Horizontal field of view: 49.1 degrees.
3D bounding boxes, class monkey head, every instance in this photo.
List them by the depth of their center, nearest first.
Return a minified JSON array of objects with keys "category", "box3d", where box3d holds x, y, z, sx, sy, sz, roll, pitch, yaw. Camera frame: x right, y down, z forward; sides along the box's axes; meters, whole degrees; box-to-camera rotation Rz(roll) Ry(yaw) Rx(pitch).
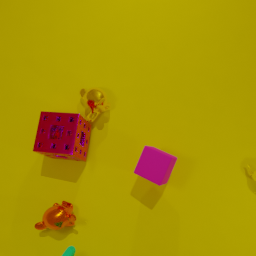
[{"category":"monkey head","box3d":[-1.805,2.459,7.493,1.256,0.757,0.903,-19,110,16]},{"category":"monkey head","box3d":[-1.028,-0.722,8.312,0.945,0.791,1.313,-52,42,-9]}]

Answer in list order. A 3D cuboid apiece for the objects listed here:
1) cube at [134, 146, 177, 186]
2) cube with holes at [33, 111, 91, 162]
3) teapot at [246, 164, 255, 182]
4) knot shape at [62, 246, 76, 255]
[{"category":"cube","box3d":[0.742,0.980,7.401,0.778,0.778,0.778,24,93,21]},{"category":"cube with holes","box3d":[-1.797,0.260,7.878,1.111,1.111,1.111,4,75,11]},{"category":"teapot","box3d":[3.840,1.324,7.927,1.062,0.660,0.520,17,86,29]},{"category":"knot shape","box3d":[-1.546,3.435,6.592,0.648,1.312,1.402,-18,118,24]}]
